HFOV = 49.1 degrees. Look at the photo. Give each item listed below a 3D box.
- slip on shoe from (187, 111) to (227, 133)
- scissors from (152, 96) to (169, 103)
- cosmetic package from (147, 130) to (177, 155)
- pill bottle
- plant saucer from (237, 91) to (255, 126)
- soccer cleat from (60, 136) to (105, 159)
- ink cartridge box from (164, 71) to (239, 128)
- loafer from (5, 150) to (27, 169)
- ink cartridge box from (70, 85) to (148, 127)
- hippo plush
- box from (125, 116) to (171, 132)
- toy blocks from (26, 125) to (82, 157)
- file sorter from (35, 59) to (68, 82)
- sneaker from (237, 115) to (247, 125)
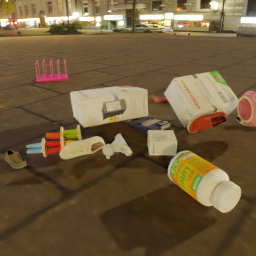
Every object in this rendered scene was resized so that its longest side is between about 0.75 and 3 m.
[{"bbox_3d":[2.851,-0.200,10.058,1.482,0.549,0.453,-19,20,5],"label":"slip on shoe"},{"bbox_3d":[2.221,-1.400,14.062,2.099,0.146,0.768,3,22,11],"label":"scissors"},{"bbox_3d":[1.117,0.476,9.282,0.880,0.541,0.878,1,24,-1],"label":"cosmetic package"},{"bbox_3d":[1.846,1.301,6.874,0.936,0.936,1.685,-13,26,-28],"label":"pill bottle"},{"bbox_3d":[4.289,-0.674,9.952,0.322,1.269,1.269,-8,25,-10],"label":"plant saucer"},{"bbox_3d":[-1.332,0.596,8.283,1.366,0.473,0.530,-20,30,-23],"label":"soccer cleat"},{"bbox_3d":[3.028,-1.241,11.554,2.503,1.052,1.827,-14,65,-29],"label":"ink cartridge box"},{"bbox_3d":[-3.432,0.927,8.474,1.010,0.352,0.380,18,29,35],"label":"loafer"},{"bbox_3d":[-0.801,-1.000,11.622,2.743,1.175,2.025,-12,19,-20],"label":"ink cartridge box"},{"bbox_3d":[-0.375,0.688,8.812,0.776,0.769,0.965,-33,3,-3],"label":"hippo plush"},{"bbox_3d":[0.747,-0.155,11.006,1.593,0.258,0.965,17,29,42],"label":"box"},{"bbox_3d":[-2.416,0.429,9.288,1.706,0.619,1.421,-5,25,-11],"label":"toy blocks"},{"bbox_3d":[-4.958,-3.783,18.214,1.920,1.204,1.334,-4,24,-9],"label":"file sorter"},{"bbox_3d":[5.003,-0.325,11.364,1.157,0.435,0.469,10,14,13],"label":"sneaker"}]
